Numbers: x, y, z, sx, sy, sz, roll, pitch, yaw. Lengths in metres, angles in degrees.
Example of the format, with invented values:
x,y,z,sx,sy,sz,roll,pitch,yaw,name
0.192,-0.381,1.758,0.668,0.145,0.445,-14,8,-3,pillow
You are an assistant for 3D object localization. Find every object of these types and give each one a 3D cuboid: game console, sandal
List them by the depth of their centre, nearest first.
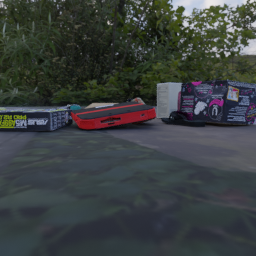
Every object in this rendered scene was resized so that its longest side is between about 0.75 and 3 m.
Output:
x,y,z,sx,sy,sz,roll,pitch,yaw,name
-0.575,-0.507,10.202,2.735,0.424,2.419,-10,14,-18,game console
2.177,-0.400,11.069,0.831,0.529,2.212,-4,8,-32,sandal

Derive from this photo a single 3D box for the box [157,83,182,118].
x,y,z,sx,sy,sz,roll,pitch,yaw,name
2.248,-1.435,14.890,1.014,1.862,1.190,-3,6,-26,box

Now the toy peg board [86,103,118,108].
x,y,z,sx,sy,sz,roll,pitch,yaw,name
-1.053,-0.481,11.913,1.596,0.781,1.590,2,21,19,toy peg board

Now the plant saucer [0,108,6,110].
x,y,z,sx,sy,sz,roll,pitch,yaw,name
-10.196,-1.291,20.827,1.862,0.447,1.865,2,6,19,plant saucer

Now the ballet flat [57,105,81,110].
x,y,z,sx,sy,sz,roll,pitch,yaw,name
-2.575,-0.809,11.912,1.206,0.434,0.434,-18,16,-42,ballet flat

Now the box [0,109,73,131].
x,y,z,sx,sy,sz,roll,pitch,yaw,name
-3.403,-0.334,9.957,2.275,0.629,2.840,1,6,2,box

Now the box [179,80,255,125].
x,y,z,sx,sy,sz,roll,pitch,yaw,name
3.657,-0.995,11.450,1.867,1.621,2.825,3,5,-25,box

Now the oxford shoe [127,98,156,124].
x,y,z,sx,sy,sz,roll,pitch,yaw,name
0.404,-0.768,11.819,0.912,0.968,2.589,-16,13,-18,oxford shoe
